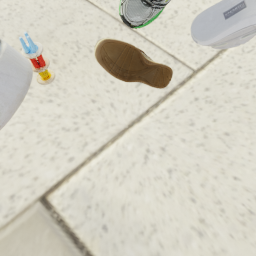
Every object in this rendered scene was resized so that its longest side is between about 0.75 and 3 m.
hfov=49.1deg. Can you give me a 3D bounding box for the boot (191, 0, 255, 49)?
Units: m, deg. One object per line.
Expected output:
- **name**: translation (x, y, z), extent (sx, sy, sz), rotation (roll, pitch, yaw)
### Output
- **boot**: translation (2.939, -2.676, 6.440), extent (1.350, 2.826, 1.039), rotation (-5, 83, -51)

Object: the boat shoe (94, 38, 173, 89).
- **boat shoe**: translation (0.065, -1.388, 5.931), extent (2.026, 0.731, 0.729), rotation (10, 24, -39)

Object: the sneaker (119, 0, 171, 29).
- **sneaker**: translation (0.859, -3.648, 6.792), extent (1.114, 1.216, 2.854), rotation (42, 96, -13)

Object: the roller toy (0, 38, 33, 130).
- **roller toy**: translation (-2.864, -0.823, 4.985), extent (2.129, 1.488, 1.942), rotation (6, 64, 48)

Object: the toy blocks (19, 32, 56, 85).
- **toy blocks**: translation (-2.212, -1.481, 5.920), extent (1.044, 1.253, 0.455), rotation (5, 61, 8)
